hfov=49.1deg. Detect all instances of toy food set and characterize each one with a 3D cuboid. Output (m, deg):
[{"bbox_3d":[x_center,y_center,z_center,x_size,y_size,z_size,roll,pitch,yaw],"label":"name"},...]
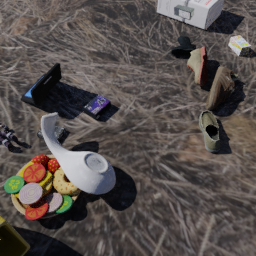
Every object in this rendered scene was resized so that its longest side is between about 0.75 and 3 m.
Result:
[{"bbox_3d":[-2.362,1.638,8.149,2.138,0.520,2.116,25,55,20],"label":"toy food set"}]

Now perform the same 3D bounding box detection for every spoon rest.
[{"bbox_3d":[-1.558,0.827,8.360,2.972,0.901,1.476,45,34,18],"label":"spoon rest"}]

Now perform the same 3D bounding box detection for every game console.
[{"bbox_3d":[-3.274,-1.700,10.344,0.914,1.381,1.570,31,64,6],"label":"game console"}]

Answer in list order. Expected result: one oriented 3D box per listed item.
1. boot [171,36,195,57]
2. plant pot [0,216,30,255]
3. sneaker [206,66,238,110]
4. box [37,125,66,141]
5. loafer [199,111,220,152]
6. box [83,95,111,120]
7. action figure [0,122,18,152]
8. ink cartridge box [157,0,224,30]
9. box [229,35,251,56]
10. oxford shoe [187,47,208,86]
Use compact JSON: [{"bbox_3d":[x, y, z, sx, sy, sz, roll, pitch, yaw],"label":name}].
[{"bbox_3d":[2.336,-3.657,12.454,1.141,0.436,0.958,-5,55,-13],"label":"boot"},{"bbox_3d":[-3.756,2.709,6.677,1.726,1.687,1.676,28,56,28],"label":"plant pot"},{"bbox_3d":[3.585,-1.501,10.506,0.872,0.813,2.308,19,54,13],"label":"sneaker"},{"bbox_3d":[-2.623,0.153,9.587,0.775,0.169,0.621,18,53,14],"label":"box"},{"bbox_3d":[2.821,0.002,9.442,0.628,0.582,1.670,-2,51,-2],"label":"loafer"},{"bbox_3d":[-1.115,-0.765,10.227,0.601,0.336,0.851,29,57,24],"label":"box"},{"bbox_3d":[-4.267,0.255,9.368,1.266,0.439,0.824,28,63,25],"label":"action figure"},{"bbox_3d":[3.171,-6.300,14.110,2.764,1.161,2.011,29,57,21],"label":"ink cartridge box"},{"bbox_3d":[4.959,-3.675,12.477,0.486,0.438,0.864,-14,53,-12],"label":"box"},{"bbox_3d":[2.832,-2.459,11.483,0.777,0.731,2.076,-7,47,26],"label":"oxford shoe"}]
